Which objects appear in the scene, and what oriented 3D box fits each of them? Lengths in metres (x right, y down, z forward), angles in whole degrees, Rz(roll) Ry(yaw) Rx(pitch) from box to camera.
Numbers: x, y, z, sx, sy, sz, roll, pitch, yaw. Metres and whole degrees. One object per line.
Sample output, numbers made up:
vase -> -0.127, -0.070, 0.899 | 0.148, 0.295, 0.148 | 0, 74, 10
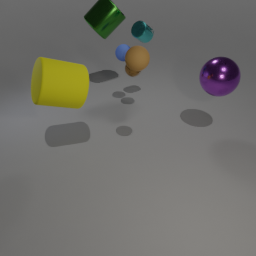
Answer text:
ball -> 3.251, -1.817, 9.950 | 1.400, 1.400, 1.400 | 0, 32, 0
cylinder -> -2.094, -1.341, 8.549 | 1.400, 1.400, 1.400 | 4, 27, -31
cylinder -> -1.062, -5.068, 12.820 | 1.400, 1.400, 1.400 | -42, 32, 14
ball -> -0.182, -3.146, 11.727 | 0.700, 0.700, 0.700 | 0, 32, 0
cylinder -> 0.596, -3.955, 11.545 | 0.700, 0.700, 0.700 | 23, 9, 32
ball -> 0.262, -1.952, 7.864 | 0.700, 0.700, 0.700 | 0, 32, 0
ball -> 0.218, -2.480, 11.647 | 0.700, 0.700, 0.700 | 0, 32, 0
